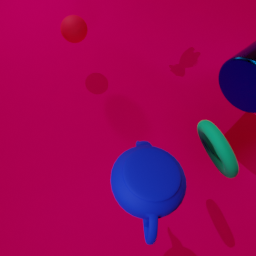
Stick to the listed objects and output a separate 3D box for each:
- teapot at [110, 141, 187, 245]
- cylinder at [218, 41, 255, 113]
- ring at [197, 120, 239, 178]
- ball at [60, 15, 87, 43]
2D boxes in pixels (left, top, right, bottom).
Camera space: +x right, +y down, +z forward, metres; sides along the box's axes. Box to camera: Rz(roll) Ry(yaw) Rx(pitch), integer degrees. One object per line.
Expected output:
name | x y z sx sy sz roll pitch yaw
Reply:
teapot | 0.261 0.783 4.106 1.079 0.849 1.735 3 54 -9
cylinder | 2.987 -1.229 6.286 1.344 1.344 1.344 -34 73 -23
ring | 1.614 0.377 5.089 0.232 1.158 1.158 -28 72 2
ball | -1.428 -2.615 7.415 0.704 0.704 0.704 0 69 0
